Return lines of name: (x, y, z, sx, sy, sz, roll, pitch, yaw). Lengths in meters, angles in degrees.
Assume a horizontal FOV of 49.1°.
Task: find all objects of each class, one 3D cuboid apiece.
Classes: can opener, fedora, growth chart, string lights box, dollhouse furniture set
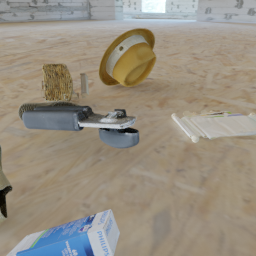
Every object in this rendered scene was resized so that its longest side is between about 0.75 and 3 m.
can opener: (-1.117, 0.008, 6.441, 2.863, 0.957, 0.764, 2, 19, 26)
fedora: (0.201, -2.512, 10.999, 2.794, 2.794, 1.140, -21, 60, -37)
growth chart: (2.796, -0.112, 8.133, 2.798, 0.248, 2.024, -2, 25, -3)
string lights box: (-0.810, 1.515, 3.639, 1.304, 0.384, 0.670, -18, 1, 6)
dollhouse furniture set: (-2.195, -1.429, 9.952, 1.600, 0.708, 0.830, -4, -6, 3)

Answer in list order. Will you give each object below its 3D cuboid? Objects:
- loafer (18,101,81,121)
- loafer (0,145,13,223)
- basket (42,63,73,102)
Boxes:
loafer: (-1.949, -0.423, 7.541, 1.869, 0.707, 0.638, 6, 8, 2)
loafer: (-2.271, 0.944, 4.808, 0.523, 1.531, 0.579, -5, -18, -4)
basket: (-2.268, -1.372, 9.187, 0.921, 1.290, 0.961, -6, -9, -10)
